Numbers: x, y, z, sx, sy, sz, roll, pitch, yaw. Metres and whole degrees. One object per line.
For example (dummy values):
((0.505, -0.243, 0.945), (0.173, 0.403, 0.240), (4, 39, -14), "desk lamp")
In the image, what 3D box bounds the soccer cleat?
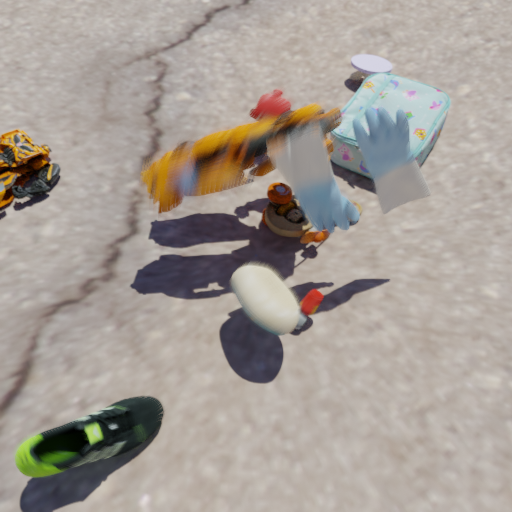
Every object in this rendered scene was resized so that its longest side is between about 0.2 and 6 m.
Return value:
((-1.914, 2.185, 6.836), (1.899, 0.770, 0.641), (-13, 74, -37), "soccer cleat")

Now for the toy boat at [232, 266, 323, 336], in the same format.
((0.315, 0.719, 7.920), (1.433, 0.666, 1.205), (12, 32, -40), "toy boat")

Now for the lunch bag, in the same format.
((2.428, -2.423, 10.451), (1.815, 0.872, 2.263), (28, 59, 19), "lunch bag")

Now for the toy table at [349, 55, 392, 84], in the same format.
((2.366, -3.805, 11.676), (0.856, 0.501, 0.787), (31, 60, 21), "toy table")

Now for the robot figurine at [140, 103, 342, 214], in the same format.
((-0.128, -1.501, 8.234), (2.899, 0.844, 2.102), (-15, 17, 6), "robot figurine")

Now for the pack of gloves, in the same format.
((1.329, -0.957, 7.357), (1.702, 2.026, 0.400), (-21, 52, 16), "pack of gloves")

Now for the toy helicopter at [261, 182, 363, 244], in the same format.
((1.015, -0.652, 9.344), (1.771, 0.698, 1.171), (-8, 48, -20), "toy helicopter")

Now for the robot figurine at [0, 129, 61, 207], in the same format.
((-4.655, -1.415, 9.846), (1.673, 0.672, 2.308), (40, 63, 23), "robot figurine")

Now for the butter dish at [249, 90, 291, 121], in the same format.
((0.332, -2.730, 10.221), (0.814, 0.816, 0.603), (13, 95, -5), "butter dish")
